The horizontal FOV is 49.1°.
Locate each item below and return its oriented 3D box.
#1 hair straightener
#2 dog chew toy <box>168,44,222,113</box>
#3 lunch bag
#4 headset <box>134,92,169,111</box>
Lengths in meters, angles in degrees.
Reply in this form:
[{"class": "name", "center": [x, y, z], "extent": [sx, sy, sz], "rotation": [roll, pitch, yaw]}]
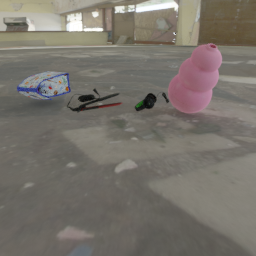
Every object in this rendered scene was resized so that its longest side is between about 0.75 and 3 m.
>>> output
[{"class": "hair straightener", "center": [-1.137, -0.963, 9.300], "extent": [1.840, 0.708, 0.377], "rotation": [-11, 6, -1]}, {"class": "dog chew toy", "center": [2.312, -1.675, 9.406], "extent": [1.533, 2.463, 1.533], "rotation": [10, 45, -10]}, {"class": "lunch bag", "center": [-3.357, -1.649, 11.161], "extent": [1.394, 1.016, 1.640], "rotation": [8, 23, 35]}, {"class": "headset", "center": [0.796, -0.864, 9.643], "extent": [1.188, 0.558, 0.734], "rotation": [-27, 16, 28]}]
